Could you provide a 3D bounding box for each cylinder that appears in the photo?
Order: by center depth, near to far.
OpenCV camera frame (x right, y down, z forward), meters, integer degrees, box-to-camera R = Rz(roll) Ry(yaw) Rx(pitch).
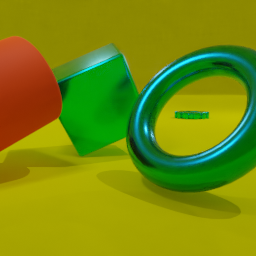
[{"bbox_3d":[-1.533,-0.334,3.198,1.114,1.114,1.114,8,35,47],"label":"cylinder"}]

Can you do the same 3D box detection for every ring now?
[{"bbox_3d":[0.701,-0.158,2.892,1.702,1.702,0.340,7,-26,45],"label":"ring"}]

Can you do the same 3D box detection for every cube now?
[{"bbox_3d":[-0.486,-0.505,4.511,1.200,1.200,1.200,-23,25,1],"label":"cube"}]

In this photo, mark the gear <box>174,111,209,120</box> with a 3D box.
[{"bbox_3d":[2.446,-0.508,10.751,1.298,0.240,1.298,0,7,0],"label":"gear"}]
